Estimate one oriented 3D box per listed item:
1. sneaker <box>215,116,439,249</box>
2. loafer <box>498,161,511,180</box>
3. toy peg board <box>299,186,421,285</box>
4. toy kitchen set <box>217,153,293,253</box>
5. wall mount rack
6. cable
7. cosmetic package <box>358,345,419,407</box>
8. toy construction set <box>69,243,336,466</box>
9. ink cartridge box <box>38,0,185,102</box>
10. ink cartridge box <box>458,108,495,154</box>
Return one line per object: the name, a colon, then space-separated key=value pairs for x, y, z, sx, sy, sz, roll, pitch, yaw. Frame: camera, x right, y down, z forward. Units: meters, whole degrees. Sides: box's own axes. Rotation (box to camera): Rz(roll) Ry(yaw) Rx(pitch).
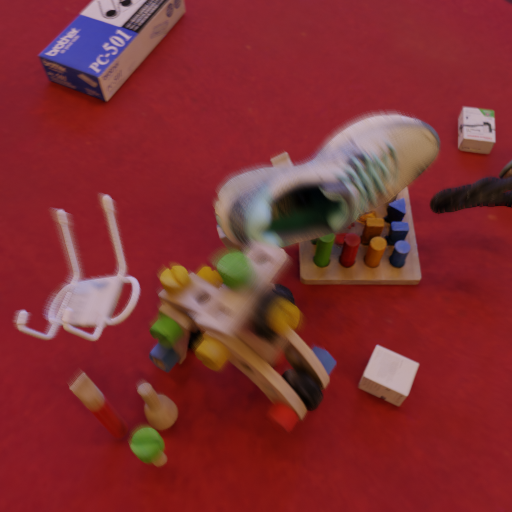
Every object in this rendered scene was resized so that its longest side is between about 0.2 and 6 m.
sneaker: x=1.163 y=-0.843 z=7.501 sx=3.308 sy=1.284 sz=1.428 roll=-26 pitch=23 yaw=-8
loafer: x=5.262 y=-1.677 z=9.755 sx=2.185 sy=0.785 sz=0.687 roll=-26 pitch=69 yaw=-16
toy peg board: x=1.657 y=-0.587 z=8.993 sx=1.900 sy=0.933 sz=1.908 roll=0 pitch=60 yaw=0
toy kitchen set: x=0.124 y=-0.736 z=8.987 sx=1.486 sy=0.876 sz=1.191 roll=-25 pitch=48 yaw=6
wall mount rack: x=-2.065 y=0.202 z=6.566 sx=1.812 sy=0.675 sz=1.574 roll=-7 pitch=58 yaw=41
cable: x=3.352 y=-0.886 z=8.119 sx=1.850 sy=1.509 sz=0.470 roll=-5 pitch=95 yaw=-8
cosmetic package: x=1.861 y=1.695 z=7.902 sx=0.638 sy=0.526 sz=0.526 roll=23 pitch=63 yaw=14
toy construction set: x=-0.757 y=0.971 z=6.967 sx=3.215 sy=2.470 sz=2.681 roll=-32 pitch=50 yaw=-12
ink cartridge box: x=-2.853 y=-4.561 z=11.443 sx=1.434 sy=0.675 sz=3.051 roll=22 pitch=62 yaw=13
ink cartridge box: x=4.063 y=-2.311 z=10.337 sx=0.583 sy=0.330 sz=0.796 roll=8 pitch=61 yaw=5
